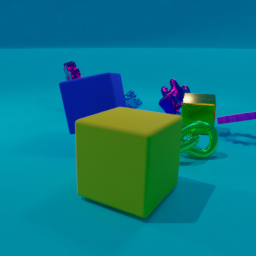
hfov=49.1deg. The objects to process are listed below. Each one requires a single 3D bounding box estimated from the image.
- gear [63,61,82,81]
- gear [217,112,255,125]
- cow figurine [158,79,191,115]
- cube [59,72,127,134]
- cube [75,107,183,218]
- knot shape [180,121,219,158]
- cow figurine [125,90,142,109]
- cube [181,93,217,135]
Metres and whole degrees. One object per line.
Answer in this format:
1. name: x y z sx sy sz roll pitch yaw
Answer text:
1. gear: -1.925 -1.542 10.469 0.342 1.850 1.850 -21 24 -16
2. gear: 2.958 -0.265 7.559 1.058 0.196 1.058 -8 -2 0
3. cow figurine: 1.740 -0.956 9.943 1.621 0.890 1.595 14 48 -38
4. cube: -0.771 -0.625 6.823 1.225 1.225 1.225 -9 8 11
5. cube: 0.041 0.475 4.882 1.358 1.358 1.358 11 18 29
6. knot shape: 1.347 0.184 6.706 1.371 0.633 1.283 -14 38 -13
7. cow figurine: -0.087 -0.927 10.227 0.980 0.996 0.546 -38 39 5
8. cube: 2.095 -0.439 8.352 0.941 0.941 0.941 4 26 14
